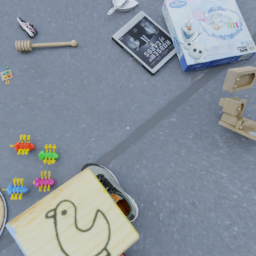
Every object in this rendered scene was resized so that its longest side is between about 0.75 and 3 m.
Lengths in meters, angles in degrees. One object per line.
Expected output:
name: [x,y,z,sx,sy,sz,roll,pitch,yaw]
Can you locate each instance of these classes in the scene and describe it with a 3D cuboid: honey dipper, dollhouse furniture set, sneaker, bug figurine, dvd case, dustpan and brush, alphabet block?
honey dipper: [-3.256,-3.358,11.286,2.408,0.457,0.457,-4,75,-3]
dollhouse furniture set: [4.146,-0.767,9.100,1.913,2.012,1.639,-16,35,-41]
sneaker: [-4.145,-4.186,11.583,0.442,0.411,1.023,-39,87,-19]
sneaker: [-0.613,2.113,9.480,2.530,1.003,0.935,43,80,12]
bug figurine: [-3.388,1.419,9.891,1.750,0.580,2.256,5,70,-5]
dvd case: [0.772,-3.467,11.384,2.352,0.291,1.767,44,79,11]
dustpan and brush: [-0.362,-5.164,11.787,1.036,0.425,1.484,37,78,9]
alphabet block: [-1.568,3.080,8.172,2.549,2.503,2.489,-35,79,-23]

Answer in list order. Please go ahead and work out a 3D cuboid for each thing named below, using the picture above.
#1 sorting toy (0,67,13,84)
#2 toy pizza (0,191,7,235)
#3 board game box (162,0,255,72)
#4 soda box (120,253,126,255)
sorting toy: [-4.830,-2.106,11.106,0.436,0.106,0.775,-21,76,-6]
toy pizza: [-5.516,3.028,9.511,2.686,0.426,2.686,0,74,0]
board game box: [3.192,-3.913,11.176,2.977,0.646,2.962,-12,76,-10]
soda box: [0.391,5.062,8.779,2.390,0.758,0.837,40,78,11]
